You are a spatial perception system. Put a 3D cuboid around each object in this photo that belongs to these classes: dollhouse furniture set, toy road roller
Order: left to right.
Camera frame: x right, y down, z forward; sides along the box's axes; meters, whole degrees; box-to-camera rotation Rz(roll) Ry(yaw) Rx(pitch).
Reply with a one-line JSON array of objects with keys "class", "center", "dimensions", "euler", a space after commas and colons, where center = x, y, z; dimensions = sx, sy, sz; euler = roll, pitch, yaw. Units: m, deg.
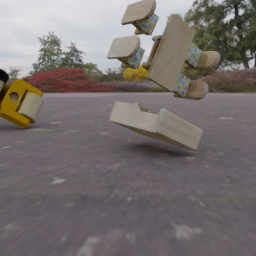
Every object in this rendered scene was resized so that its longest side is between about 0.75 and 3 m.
[{"class": "toy road roller", "center": [-3.327, -0.736, 7.646], "dimensions": [1.721, 1.058, 1.256], "euler": [31, -28, -29]}, {"class": "dollhouse furniture set", "center": [0.754, -0.900, 5.009], "dimensions": [1.924, 2.195, 1.458], "euler": [23, -4, -36]}]
